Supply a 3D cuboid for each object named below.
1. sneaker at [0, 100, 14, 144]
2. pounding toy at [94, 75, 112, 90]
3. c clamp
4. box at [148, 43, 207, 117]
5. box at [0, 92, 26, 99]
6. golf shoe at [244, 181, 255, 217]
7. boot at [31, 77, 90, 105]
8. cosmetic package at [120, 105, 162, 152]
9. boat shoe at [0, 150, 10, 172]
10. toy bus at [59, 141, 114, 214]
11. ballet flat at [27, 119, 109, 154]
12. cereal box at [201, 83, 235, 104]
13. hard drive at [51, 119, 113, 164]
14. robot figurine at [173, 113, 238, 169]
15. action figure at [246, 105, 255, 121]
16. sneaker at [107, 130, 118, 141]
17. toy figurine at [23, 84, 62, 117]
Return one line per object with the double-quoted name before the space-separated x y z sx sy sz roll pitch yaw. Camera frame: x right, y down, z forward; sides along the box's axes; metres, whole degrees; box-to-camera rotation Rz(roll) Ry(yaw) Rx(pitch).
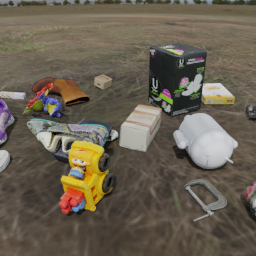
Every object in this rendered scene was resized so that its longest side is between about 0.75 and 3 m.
"sneaker" -4.967 -0.252 10.285 1.044 1.148 2.597 -3 30 -8
"pounding toy" -1.366 -2.442 15.067 0.860 0.611 0.792 30 40 27
"c clamp" 1.958 1.819 7.438 1.172 0.186 1.372 -8 30 -15
"box" 2.064 -2.174 12.240 1.644 2.645 1.964 -14 31 -24
"box" -5.657 -1.601 13.718 1.286 0.249 0.266 5 29 10
"golf shoe" 4.290 1.834 6.696 2.663 0.967 1.226 -9 32 2
"boot" -3.295 -1.628 13.556 2.272 0.826 2.413 -7 35 -28
"cosmetic package" 0.505 -0.063 10.205 1.010 0.853 1.955 12 31 15
"boat shoe" -4.260 1.102 8.226 0.706 0.695 1.990 10 30 17
"toy bus" -1.177 1.332 7.001 1.065 1.569 1.506 12 38 24
"ballet flat" -2.034 0.300 8.678 2.857 1.028 1.028 5 28 18
"cereal box" 4.166 -1.703 13.743 1.433 0.394 1.992 -2 28 -3
"hard drive" -1.466 0.472 9.412 1.372 0.431 2.035 11 40 22
"robot figurine" 2.420 0.391 8.884 1.967 1.310 2.319 -2 28 -10
"action figure" 5.295 -0.665 11.665 0.673 0.578 1.133 11 27 -2
"sneaker" -0.903 0.209 10.215 1.037 0.388 0.517 11 30 20
"toy figurine" -3.381 -0.787 11.659 1.205 2.012 1.061 47 46 -6
